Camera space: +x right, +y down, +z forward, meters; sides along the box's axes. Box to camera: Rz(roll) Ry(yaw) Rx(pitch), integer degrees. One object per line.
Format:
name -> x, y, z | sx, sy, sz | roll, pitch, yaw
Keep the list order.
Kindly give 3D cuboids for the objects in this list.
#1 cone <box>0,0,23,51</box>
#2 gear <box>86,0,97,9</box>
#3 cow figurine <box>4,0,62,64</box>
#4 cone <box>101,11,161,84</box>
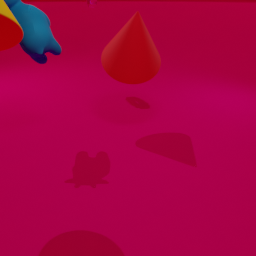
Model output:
cone -> -2.096, -1.840, 3.618 | 1.297, 1.302, 1.297 | -7, -6, -1
gear -> -1.190, -4.587, 9.251 | 0.216, 1.169, 1.169 | -3, 26, -17
cow figurine -> -2.140, -2.215, 5.655 | 0.892, 1.626, 1.600 | -29, -12, 7
cone -> 0.142, -2.059, 6.419 | 1.513, 1.518, 1.513 | 2, 64, -4
